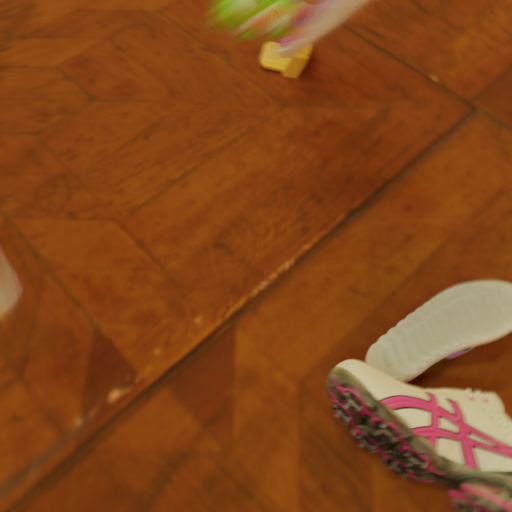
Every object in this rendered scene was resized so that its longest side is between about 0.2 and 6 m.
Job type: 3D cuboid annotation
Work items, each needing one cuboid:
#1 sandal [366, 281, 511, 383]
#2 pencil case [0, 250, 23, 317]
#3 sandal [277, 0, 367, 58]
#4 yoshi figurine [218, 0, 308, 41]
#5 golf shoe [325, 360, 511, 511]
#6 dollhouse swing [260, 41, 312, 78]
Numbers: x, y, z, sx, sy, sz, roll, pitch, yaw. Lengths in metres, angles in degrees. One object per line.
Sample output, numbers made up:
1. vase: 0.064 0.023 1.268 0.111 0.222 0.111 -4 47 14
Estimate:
1. sandal: 2.708 1.111 8.053 2.467 0.606 1.004 -25 47 0
2. pencil case: -3.264 -0.087 5.892 0.861 1.899 0.789 -23 44 -8
3. sandal: 1.020 -3.609 7.604 1.270 3.120 0.767 -45 106 -14
4. yoshi figurine: 0.026 -3.099 7.188 1.146 0.641 0.644 -1 77 -23
5. golf shoe: 2.384 2.226 7.093 3.193 1.159 1.470 35 61 9
6. dollhouse swing: 0.598 -4.084 11.012 0.770 0.796 0.876 21 60 -12
